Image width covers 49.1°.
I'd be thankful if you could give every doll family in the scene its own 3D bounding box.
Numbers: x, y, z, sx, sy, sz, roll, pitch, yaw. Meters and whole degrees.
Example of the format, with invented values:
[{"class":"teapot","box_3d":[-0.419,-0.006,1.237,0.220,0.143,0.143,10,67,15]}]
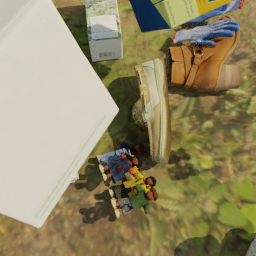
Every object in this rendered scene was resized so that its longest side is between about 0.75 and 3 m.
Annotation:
[{"class":"doll family","box_3d":[0.050,1.107,6.733,1.231,0.836,2.129,-22,65,-4]}]

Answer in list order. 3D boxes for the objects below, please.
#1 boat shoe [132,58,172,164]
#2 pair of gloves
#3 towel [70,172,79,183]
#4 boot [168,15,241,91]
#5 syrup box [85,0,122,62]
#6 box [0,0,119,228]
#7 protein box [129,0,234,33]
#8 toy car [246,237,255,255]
[{"class":"boat shoe","box_3d":[0.598,-0.457,7.361,0.966,1.077,2.911,-6,65,12]},{"class":"pair of gloves","box_3d":[2.373,-3.192,8.315,1.956,0.277,2.433,1,50,33]},{"class":"towel","box_3d":[-1.913,0.893,7.096,1.275,0.307,1.091,-7,64,-3]},{"class":"boot","box_3d":[2.152,-2.224,8.179,1.956,0.966,2.520,3,75,3]},{"class":"syrup box","box_3d":[-0.771,-3.318,8.530,0.944,0.976,2.397,-7,67,-3]},{"class":"box","box_3d":[-2.111,-0.337,4.657,2.317,2.705,2.692,21,69,33]},{"class":"protein box","box_3d":[1.135,-2.829,5.169,2.002,1.988,1.351,-26,110,-4]},{"class":"toy car","box_3d":[3.388,2.526,5.613,1.572,1.797,1.347,27,61,29]}]
